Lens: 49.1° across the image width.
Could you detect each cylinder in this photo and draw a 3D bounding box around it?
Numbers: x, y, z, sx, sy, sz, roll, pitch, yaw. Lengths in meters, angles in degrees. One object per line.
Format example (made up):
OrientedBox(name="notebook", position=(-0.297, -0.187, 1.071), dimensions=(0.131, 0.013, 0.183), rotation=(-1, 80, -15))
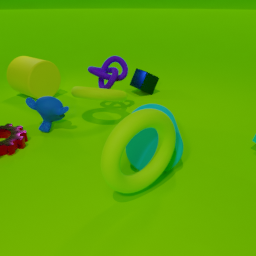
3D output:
OrientedBox(name="cylinder", position=(-3.432, -1.841, 10.230), dimensions=(1.390, 1.390, 1.390), rotation=(19, 31, 34))
OrientedBox(name="cylinder", position=(0.545, 0.208, 6.167), dimensions=(1.171, 1.171, 1.171), rotation=(0, 25, 1))

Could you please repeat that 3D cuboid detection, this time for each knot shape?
OrientedBox(name="knot shape", position=(-0.600, -1.604, 8.478), dimensions=(1.225, 0.566, 1.146), rotation=(-8, 51, 4))

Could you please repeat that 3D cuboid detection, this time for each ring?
OrientedBox(name="ring", position=(0.223, 0.422, 4.900), dimensions=(1.599, 1.599, 0.320), rotation=(-18, 34, -33))
OrientedBox(name="ring", position=(-0.824, -0.975, 8.074), dimensions=(1.608, 0.322, 1.608), rotation=(6, 7, -1))

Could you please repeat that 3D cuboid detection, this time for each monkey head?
OrientedBox(name="monkey head", position=(-2.205, -0.403, 7.677), dimensions=(1.262, 0.761, 0.908), rotation=(13, 62, 11))

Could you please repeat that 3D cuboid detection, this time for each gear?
OrientedBox(name="gear", position=(-3.320, 0.317, 7.001), dimensions=(1.499, 0.277, 1.499), rotation=(0, 25, 0))

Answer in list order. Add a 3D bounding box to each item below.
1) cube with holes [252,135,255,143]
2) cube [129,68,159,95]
OrientedBox(name="cube with holes", position=(3.622, 0.078, 6.500), dimensions=(0.838, 0.838, 0.838), rotation=(-20, 46, -39))
OrientedBox(name="cube", position=(0.619, -1.771, 10.647), dimensions=(0.701, 0.701, 0.701), rotation=(16, 12, -38))
